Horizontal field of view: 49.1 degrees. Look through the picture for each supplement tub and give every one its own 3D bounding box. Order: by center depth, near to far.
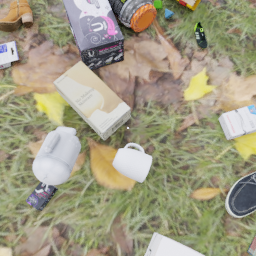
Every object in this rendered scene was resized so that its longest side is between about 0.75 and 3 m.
[{"bbox_3d":[-0.025,-5.288,11.612,1.514,1.514,2.471,-34,75,-10],"label":"supplement tub"}]

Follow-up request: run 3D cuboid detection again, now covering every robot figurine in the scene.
[{"bbox_3d":[-1.846,0.755,7.328,0.972,1.460,1.722,5,50,13],"label":"robot figurine"}]

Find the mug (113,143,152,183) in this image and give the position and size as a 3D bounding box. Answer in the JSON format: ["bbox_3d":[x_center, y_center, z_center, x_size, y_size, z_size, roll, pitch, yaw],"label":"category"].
[{"bbox_3d":[0.128,0.913,8.162,0.967,0.814,1.103,23,50,-4],"label":"mug"}]

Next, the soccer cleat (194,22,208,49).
[{"bbox_3d":[3.039,-3.868,11.671,0.398,0.477,1.178,-12,72,-4],"label":"soccer cleat"}]

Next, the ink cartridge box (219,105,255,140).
[{"bbox_3d":[4.177,-0.202,10.411,1.285,0.541,0.929,-16,72,-5],"label":"ink cartridge box"}]

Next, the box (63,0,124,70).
[{"bbox_3d":[-1.335,-3.928,11.138,1.743,1.514,2.638,-18,73,-6],"label":"box"}]

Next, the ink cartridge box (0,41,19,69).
[{"bbox_3d":[-5.452,-2.836,11.396,1.997,0.370,0.946,-17,72,-3],"label":"ink cartridge box"}]

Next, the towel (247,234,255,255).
[{"bbox_3d":[4.704,4.051,9.209,1.283,0.139,0.941,32,74,10],"label":"towel"}]

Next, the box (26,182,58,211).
[{"bbox_3d":[-2.935,2.295,9.607,0.562,0.488,0.920,34,75,10],"label":"box"}]

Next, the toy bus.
[{"bbox_3d":[2.184,-6.058,12.002,2.233,1.223,2.367,-8,100,22],"label":"toy bus"}]

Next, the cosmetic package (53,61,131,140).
[{"bbox_3d":[-1.319,-1.032,10.461,2.743,0.975,1.443,43,77,13],"label":"cosmetic package"}]

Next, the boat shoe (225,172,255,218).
[{"bbox_3d":[4.574,1.965,9.502,2.958,0.921,1.104,-31,76,-8],"label":"boat shoe"}]

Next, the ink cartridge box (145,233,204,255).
[{"bbox_3d":[1.475,3.899,7.995,1.838,2.518,1.061,24,73,8],"label":"ink cartridge box"}]

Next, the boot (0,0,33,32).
[{"bbox_3d":[-4.925,-4.844,11.913,1.649,0.632,1.280,-16,73,-6],"label":"boot"}]
